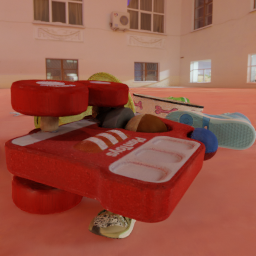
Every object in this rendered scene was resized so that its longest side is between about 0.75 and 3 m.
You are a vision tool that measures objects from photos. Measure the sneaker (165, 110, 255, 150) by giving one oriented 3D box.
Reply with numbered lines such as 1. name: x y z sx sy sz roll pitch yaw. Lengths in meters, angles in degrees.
1. sneaker: 2.268 -0.047 7.741 2.333 0.928 1.523 15 17 22

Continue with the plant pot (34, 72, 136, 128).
1. plant pot: -1.102 -0.187 6.548 1.925 1.925 1.769 10 25 43

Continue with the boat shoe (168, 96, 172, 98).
1. boat shoe: 2.409 -1.233 15.123 0.723 0.722 1.954 15 22 16

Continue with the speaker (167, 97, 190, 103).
1. speaker: 1.622 -0.919 12.423 2.155 0.953 0.953 -2 11 -12

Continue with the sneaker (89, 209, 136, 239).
1. sneaker: -0.056 0.888 3.450 0.485 0.559 1.262 6 12 28

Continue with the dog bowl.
1. dog bowl: 1.286 -0.547 9.551 2.428 0.895 2.428 9 9 -2

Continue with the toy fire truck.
1. toy fire truck: -0.097 0.249 4.094 2.518 1.681 2.999 12 15 25

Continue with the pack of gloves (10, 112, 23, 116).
1. pack of gloves: -4.962 -0.601 13.010 0.911 0.180 0.765 6 2 9
